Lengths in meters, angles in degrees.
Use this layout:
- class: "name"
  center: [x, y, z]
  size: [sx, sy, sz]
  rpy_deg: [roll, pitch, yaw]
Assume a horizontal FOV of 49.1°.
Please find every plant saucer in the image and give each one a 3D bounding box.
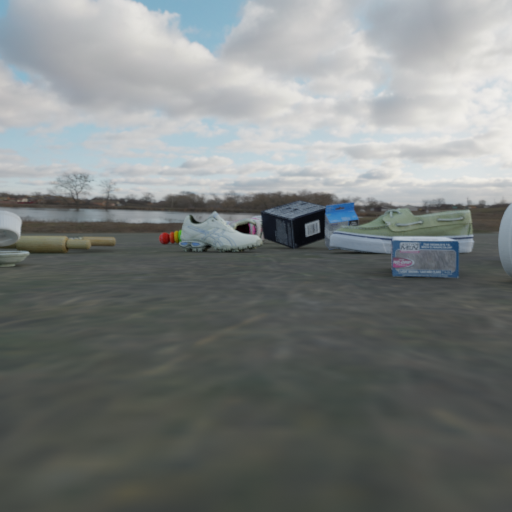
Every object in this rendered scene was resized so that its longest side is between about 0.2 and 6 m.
- class: "plant saucer"
  center: [-3.238, 0.044, 7.023]
  size: [0.729, 0.183, 0.729]
  rpy_deg: [0, 3, 0]

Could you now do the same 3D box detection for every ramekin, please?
- class: "ramekin"
  center: [-4.304, -0.438, 9.417]
  size: [0.674, 0.329, 0.674]
  rpy_deg: [-12, -27, -6]

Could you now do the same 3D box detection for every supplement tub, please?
- class: "supplement tub"
  center: [2.752, -0.122, 4.687]
  size: [0.759, 0.759, 1.151]
  rpy_deg: [-2, 4, -41]

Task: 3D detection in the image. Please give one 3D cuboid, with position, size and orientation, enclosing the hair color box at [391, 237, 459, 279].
- class: "hair color box"
  center: [1.755, -0.004, 5.948]
  size: [0.631, 0.382, 1.262]
  rpy_deg: [1, 3, 14]

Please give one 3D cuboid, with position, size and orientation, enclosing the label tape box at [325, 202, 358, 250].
- class: "label tape box"
  center: [1.854, -0.648, 12.154]
  size: [0.669, 0.934, 0.309]
  rpy_deg: [-8, 28, -12]

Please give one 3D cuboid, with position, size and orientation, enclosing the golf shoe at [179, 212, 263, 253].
- class: "golf shoe"
  center: [-0.702, -0.469, 11.061]
  size: [1.686, 0.820, 0.660]
  rpy_deg: [2, 1, 10]

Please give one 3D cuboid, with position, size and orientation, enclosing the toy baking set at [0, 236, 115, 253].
- class: "toy baking set"
  center: [-4.197, -0.211, 11.422]
  size: [2.797, 0.325, 2.147]
  rpy_deg: [0, 0, -2]

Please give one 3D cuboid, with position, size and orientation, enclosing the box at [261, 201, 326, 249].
- class: "box"
  center: [0.959, -0.754, 13.116]
  size: [1.222, 0.753, 1.213]
  rpy_deg: [-18, 23, -30]

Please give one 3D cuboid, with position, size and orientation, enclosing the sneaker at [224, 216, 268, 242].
- class: "sneaker"
  center: [-0.123, -0.717, 16.616]
  size: [2.101, 0.855, 0.927]
  rpy_deg: [-11, 9, -28]

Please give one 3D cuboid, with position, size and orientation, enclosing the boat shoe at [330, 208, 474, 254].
- class: "boat shoe"
  center: [2.763, -0.480, 10.682]
  size: [2.743, 0.851, 0.988]
  rpy_deg: [0, 3, -6]

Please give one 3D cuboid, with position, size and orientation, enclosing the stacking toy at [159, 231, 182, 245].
- class: "stacking toy"
  center: [-2.165, -0.537, 16.058]
  size: [1.226, 0.523, 0.523]
  rpy_deg: [-4, 3, 3]
